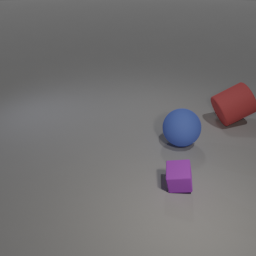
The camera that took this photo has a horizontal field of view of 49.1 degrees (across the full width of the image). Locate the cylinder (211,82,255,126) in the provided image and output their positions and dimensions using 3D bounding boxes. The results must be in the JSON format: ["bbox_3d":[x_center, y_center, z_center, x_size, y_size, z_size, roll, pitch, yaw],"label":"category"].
[{"bbox_3d":[4.456,-0.999,11.843,1.400,1.400,1.400,-27,29,6],"label":"cylinder"}]

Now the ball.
[{"bbox_3d":[1.973,-0.018,10.292,1.400,1.400,1.400,0,28,0],"label":"ball"}]

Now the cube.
[{"bbox_3d":[1.518,1.428,8.289,0.700,0.700,0.700,-5,43,14],"label":"cube"}]
